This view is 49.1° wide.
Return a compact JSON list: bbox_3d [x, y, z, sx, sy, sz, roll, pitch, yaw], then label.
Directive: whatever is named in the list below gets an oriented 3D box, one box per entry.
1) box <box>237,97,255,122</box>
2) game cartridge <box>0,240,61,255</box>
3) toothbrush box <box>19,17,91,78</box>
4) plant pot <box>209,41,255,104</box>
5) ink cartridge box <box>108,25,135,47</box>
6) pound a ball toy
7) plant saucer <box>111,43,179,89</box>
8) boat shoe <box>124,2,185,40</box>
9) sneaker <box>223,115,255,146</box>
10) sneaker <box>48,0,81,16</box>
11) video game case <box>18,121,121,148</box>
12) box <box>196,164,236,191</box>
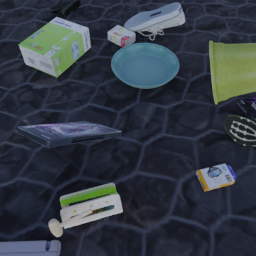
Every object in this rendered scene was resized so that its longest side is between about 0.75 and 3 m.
[{"bbox_3d":[4.625,-0.682,9.496,1.473,0.266,1.053,-10,40,-6],"label":"box"},{"bbox_3d":[-2.942,3.480,6.285,2.657,0.510,1.722,-1,56,-1],"label":"game cartridge"},{"bbox_3d":[-2.838,-3.272,11.176,1.668,0.986,2.290,24,57,18],"label":"toothbrush box"},{"bbox_3d":[3.373,-1.717,8.178,1.749,1.903,1.903,-4,50,21],"label":"plant pot"},{"bbox_3d":[-0.284,-3.941,12.060,1.001,0.418,0.727,33,59,23],"label":"ink cartridge box"},{"bbox_3d":[-1.019,2.139,7.006,1.761,0.748,1.148,-14,18,-11],"label":"pound a ball toy"},{"bbox_3d":[0.650,-2.328,10.781,2.580,0.464,2.580,0,51,0],"label":"plant saucer"},{"bbox_3d":[1.188,-4.433,12.121,2.751,1.173,1.016,-6,52,32],"label":"boat shoe"},{"bbox_3d":[4.141,0.134,8.839,2.244,0.863,0.994,24,28,18],"label":"sneaker"},{"bbox_3d":[-3.053,-5.919,13.575,0.795,0.457,1.523,31,61,16],"label":"sneaker"},{"bbox_3d":[-1.576,0.111,7.763,2.315,0.220,1.654,-8,17,-44],"label":"video game case"},{"bbox_3d":[2.555,1.402,8.047,1.026,0.213,0.611,-10,53,-11],"label":"box"}]
